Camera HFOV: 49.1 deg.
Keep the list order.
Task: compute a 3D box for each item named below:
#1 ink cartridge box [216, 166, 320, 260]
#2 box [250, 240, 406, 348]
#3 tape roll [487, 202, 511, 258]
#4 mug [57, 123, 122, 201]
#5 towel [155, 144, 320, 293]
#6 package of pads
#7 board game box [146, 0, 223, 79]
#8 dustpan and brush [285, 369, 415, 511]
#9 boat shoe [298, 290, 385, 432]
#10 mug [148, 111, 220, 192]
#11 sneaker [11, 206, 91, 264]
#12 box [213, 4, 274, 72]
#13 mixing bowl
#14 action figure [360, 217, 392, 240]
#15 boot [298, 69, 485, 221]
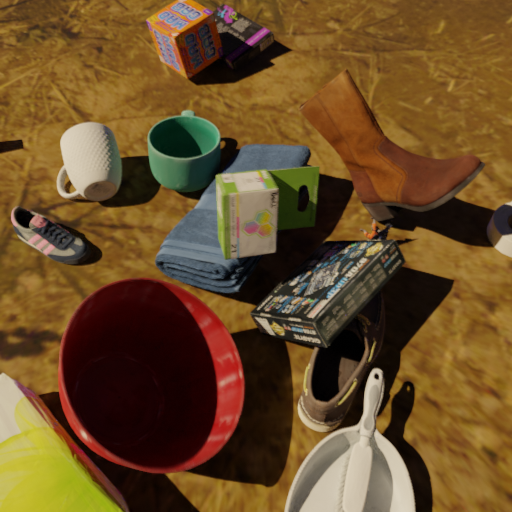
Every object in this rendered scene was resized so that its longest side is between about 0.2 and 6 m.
[{"bbox_3d":[0.246,-0.697,8.797,1.664,1.230,0.630,-8,38,-10],"label":"ink cartridge box"},{"bbox_3d":[1.148,0.521,9.194,2.142,0.493,1.702,-42,22,-27],"label":"box"},{"bbox_3d":[4.999,-0.487,10.616,1.135,0.397,1.135,0,53,0],"label":"tape roll"},{"bbox_3d":[-3.395,-1.714,11.231,1.489,1.099,1.305,-29,63,16],"label":"mug"},{"bbox_3d":[-0.303,-0.784,10.448,1.875,0.815,3.358,12,53,32],"label":"towel"},{"bbox_3d":[-3.299,3.309,7.336,3.088,1.053,2.385,37,61,24],"label":"package of pads"},{"bbox_3d":[-1.684,-5.226,13.402,1.169,1.169,1.170,-39,58,-15],"label":"board game box"},{"bbox_3d":[1.485,2.814,7.930,1.717,0.704,2.461,13,54,10],"label":"dustpan and brush"},{"bbox_3d":[1.447,1.399,8.920,0.997,0.826,2.775,22,56,16],"label":"boat shoe"},{"bbox_3d":[-1.352,-2.059,11.356,1.422,1.070,1.731,27,51,19],"label":"mug"},{"bbox_3d":[-3.853,-0.388,10.357,1.682,0.690,0.590,21,56,15],"label":"sneaker"},{"bbox_3d":[-0.690,-5.636,14.399,1.381,0.349,1.932,-42,64,-14],"label":"box"},{"bbox_3d":[-1.671,1.821,7.914,2.684,1.454,2.684,22,49,-28],"label":"mixing bowl"},{"bbox_3d":[2.324,-0.414,10.540,0.356,0.681,0.659,5,49,-48],"label":"action figure"},{"bbox_3d":[2.306,-2.094,9.816,0.944,2.594,2.756,-41,104,-25],"label":"boot"}]
